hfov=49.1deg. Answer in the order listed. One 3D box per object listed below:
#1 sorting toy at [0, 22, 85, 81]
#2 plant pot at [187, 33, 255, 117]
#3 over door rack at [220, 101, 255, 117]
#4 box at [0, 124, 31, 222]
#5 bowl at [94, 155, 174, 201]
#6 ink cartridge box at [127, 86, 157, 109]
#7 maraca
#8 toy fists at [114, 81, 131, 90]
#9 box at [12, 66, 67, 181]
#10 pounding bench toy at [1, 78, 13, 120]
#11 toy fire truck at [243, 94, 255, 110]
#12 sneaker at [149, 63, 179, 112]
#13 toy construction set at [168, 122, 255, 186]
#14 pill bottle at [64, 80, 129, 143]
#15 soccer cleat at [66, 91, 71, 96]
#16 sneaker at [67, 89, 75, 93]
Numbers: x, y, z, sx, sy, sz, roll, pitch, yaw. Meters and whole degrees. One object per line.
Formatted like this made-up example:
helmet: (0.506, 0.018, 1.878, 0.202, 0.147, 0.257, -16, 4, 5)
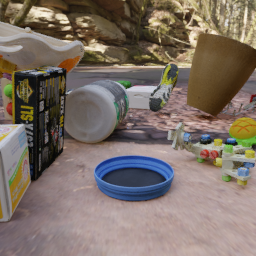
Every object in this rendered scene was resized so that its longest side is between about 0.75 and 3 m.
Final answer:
sorting toy: (-2.764, -1.933, 6.536, 2.940, 1.571, 2.647, 17, -1, -2)
plant pot: (3.315, -1.870, 10.684, 2.444, 2.623, 2.444, 22, 10, -4)
over door rack: (4.395, -0.909, 11.784, 1.605, 0.535, 1.186, -12, 20, -37)
box: (-3.004, 0.699, 4.624, 2.397, 1.215, 1.348, -1, 17, -3)
bowl: (0.112, 0.943, 5.492, 1.551, 0.304, 1.551, 0, 15, 0)
ink cartridge box: (0.729, -1.470, 13.223, 1.411, 0.822, 1.949, 5, 16, 16)
maraca: (3.269, 0.148, 7.852, 0.852, 0.665, 1.243, -5, 33, 29)
toy fists: (-0.832, -2.700, 18.006, 2.045, 0.703, 1.043, 6, 9, 24)
box: (-1.868, -0.190, 6.096, 0.530, 2.150, 1.717, 7, 17, 3)
pounding bench toy: (-3.690, -1.617, 10.689, 1.532, 2.466, 1.924, 6, 16, 21)
toy fire truck: (5.721, -1.141, 12.511, 1.220, 0.785, 1.074, 8, 14, -11)
sneaker: (1.556, -1.559, 11.396, 0.768, 2.063, 0.873, 30, 7, 19)
toy construction set: (1.826, 0.527, 6.106, 1.973, 0.909, 1.294, 24, 27, 33)
pill bottle: (-0.858, -0.680, 8.909, 1.612, 1.612, 2.851, 3, 16, 10)
soccer cleat: (-3.389, -1.945, 16.082, 0.760, 0.263, 0.295, -20, 29, -35)
sneaker: (-3.158, -2.100, 16.451, 0.946, 0.332, 0.513, 4, 14, 3)
